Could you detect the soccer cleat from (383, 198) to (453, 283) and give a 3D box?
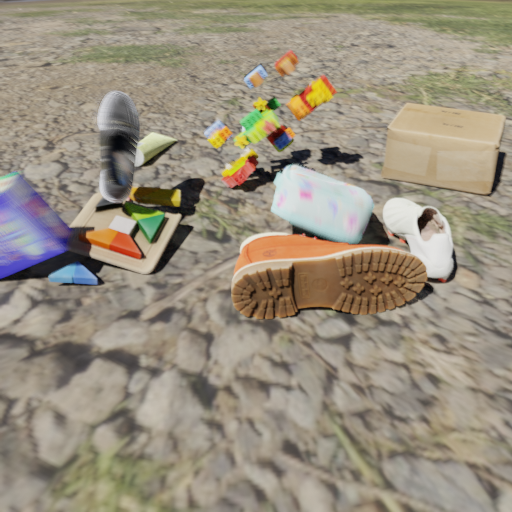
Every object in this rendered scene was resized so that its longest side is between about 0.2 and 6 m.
[{"bbox_3d":[3.082,-0.579,10.501,0.955,1.069,2.756,-2,31,-3],"label":"soccer cleat"}]

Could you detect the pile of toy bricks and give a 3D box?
[{"bbox_3d":[0.146,-2.955,12.384,3.248,1.802,1.604,-36,25,18],"label":"pile of toy bricks"}]

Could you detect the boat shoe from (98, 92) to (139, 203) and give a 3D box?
[{"bbox_3d":[-2.591,-2.150,10.488,0.797,0.755,2.279,8,72,-17],"label":"boat shoe"}]

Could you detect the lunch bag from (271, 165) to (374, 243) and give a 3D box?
[{"bbox_3d":[1.194,-1.036,10.715,1.859,0.894,2.318,17,15,0],"label":"lunch bag"}]

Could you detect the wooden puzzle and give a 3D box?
[{"bbox_3d":[-2.549,-0.537,10.600,2.054,0.356,3.044,9,42,-1],"label":"wooden puzzle"}]

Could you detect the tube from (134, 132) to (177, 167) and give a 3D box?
[{"bbox_3d":[-2.811,-2.916,14.949,0.518,0.578,1.994,-29,17,27],"label":"tube"}]

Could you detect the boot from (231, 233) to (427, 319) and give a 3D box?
[{"bbox_3d":[1.164,0.116,9.345,3.129,1.174,1.678,-2,28,0],"label":"boot"}]

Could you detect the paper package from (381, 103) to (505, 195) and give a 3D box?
[{"bbox_3d":[4.601,-2.681,13.700,2.546,1.317,2.427,13,34,21],"label":"paper package"}]

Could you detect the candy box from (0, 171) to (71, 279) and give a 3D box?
[{"bbox_3d":[-4.227,-0.438,9.320,1.674,1.416,0.645,-20,40,17],"label":"candy box"}]

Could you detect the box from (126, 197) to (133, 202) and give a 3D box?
[{"bbox_3d":[-2.825,-0.928,11.609,0.417,0.489,0.765,2,33,2],"label":"box"}]
